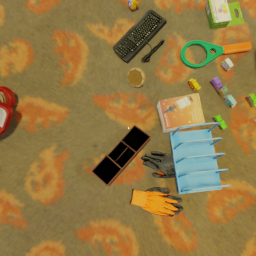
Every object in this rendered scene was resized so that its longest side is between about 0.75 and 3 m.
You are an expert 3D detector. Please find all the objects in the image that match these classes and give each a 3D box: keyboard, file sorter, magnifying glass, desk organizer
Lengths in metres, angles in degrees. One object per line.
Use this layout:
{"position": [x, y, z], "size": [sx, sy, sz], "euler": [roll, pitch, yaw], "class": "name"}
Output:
{"position": [0.665, -3.544, 11.248], "size": [1.538, 0.249, 2.421], "euler": [41, 84, 6], "class": "keyboard"}
{"position": [2.499, 1.061, 9.775], "size": [1.574, 1.392, 2.268], "euler": [-6, 76, -4], "class": "file sorter"}
{"position": [3.480, -3.050, 11.161], "size": [2.812, 0.315, 1.119], "euler": [-9, 80, 0], "class": "magnifying glass"}
{"position": [-0.229, 0.967, 10.153], "size": [0.854, 0.917, 2.382], "euler": [41, 83, 6], "class": "desk organizer"}

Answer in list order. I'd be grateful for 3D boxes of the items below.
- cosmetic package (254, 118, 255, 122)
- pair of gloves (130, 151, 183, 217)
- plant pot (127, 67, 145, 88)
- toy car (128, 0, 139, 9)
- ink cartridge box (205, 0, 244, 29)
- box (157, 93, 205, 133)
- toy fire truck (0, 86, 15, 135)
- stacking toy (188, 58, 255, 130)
{"position": [5.327, -0.149, 10.641], "size": [0.460, 0.323, 0.908], "euler": [-43, 84, -6], "class": "cosmetic package"}
{"position": [1.247, 2.046, 10.311], "size": [2.004, 0.278, 2.249], "euler": [16, 80, 3], "class": "pair of gloves"}
{"position": [0.296, -1.942, 10.807], "size": [0.786, 0.108, 0.786], "euler": [10, 111, 27], "class": "plant pot"}
{"position": [-0.946, -5.576, 11.204], "size": [1.402, 0.951, 2.858], "euler": [-38, 80, -26], "class": "toy car"}
{"position": [3.961, -4.678, 11.276], "size": [1.418, 0.537, 1.048], "euler": [-10, 81, -1], "class": "ink cartridge box"}
{"position": [1.951, -0.539, 10.466], "size": [1.489, 0.792, 1.133], "euler": [-11, 81, -2], "class": "box"}
{"position": [-5.698, -0.566, 10.196], "size": [2.928, 1.642, 2.459], "euler": [29, 109, 3], "class": "toy fire truck"}
{"position": [3.665, -1.340, 10.777], "size": [1.731, 0.540, 2.296], "euler": [-33, 84, -3], "class": "stacking toy"}
